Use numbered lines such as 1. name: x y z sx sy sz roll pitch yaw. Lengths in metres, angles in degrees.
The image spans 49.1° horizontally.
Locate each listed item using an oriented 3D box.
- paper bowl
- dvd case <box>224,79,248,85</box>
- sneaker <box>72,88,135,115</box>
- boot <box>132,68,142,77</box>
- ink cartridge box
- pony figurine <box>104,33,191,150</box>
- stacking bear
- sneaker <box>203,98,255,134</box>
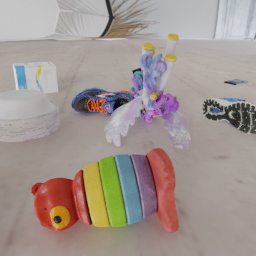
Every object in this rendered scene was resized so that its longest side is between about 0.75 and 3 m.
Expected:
1. paper bowl: -3.129 -0.482 8.287 2.099 1.092 2.099 -1 22 1
2. dvd case: 5.488 -2.333 14.233 1.019 0.089 0.727 -15 25 -33
3. sneaker: -0.752 -0.856 9.580 2.337 0.880 0.917 -5 27 -7
4. boot: 0.594 -2.288 11.164 0.802 0.362 0.978 -15 9 -4
5. ink cartridge box: -4.072 -2.207 12.374 1.675 1.223 1.229 -10 24 -23
6. pony figurine: 0.719 -0.865 7.797 2.357 2.830 2.732 10 39 4
7. stacking bear: -0.412 1.064 4.461 2.121 1.288 1.206 -10 21 -6
8. sneaker: 3.496 -0.532 8.617 1.064 0.937 2.386 -16 26 -29
